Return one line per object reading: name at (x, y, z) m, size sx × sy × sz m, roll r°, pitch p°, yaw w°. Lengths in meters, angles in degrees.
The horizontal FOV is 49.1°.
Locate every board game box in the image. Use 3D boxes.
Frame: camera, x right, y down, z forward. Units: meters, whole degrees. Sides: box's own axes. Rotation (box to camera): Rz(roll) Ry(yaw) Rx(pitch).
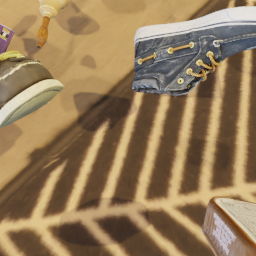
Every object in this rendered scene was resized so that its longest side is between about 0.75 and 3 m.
board game box at (-3.416, -1.349, 4.627) m, size 1.916 × 2.318 × 0.657 m, roll -63°, pitch 29°, yaw 4°

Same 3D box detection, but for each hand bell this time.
hand bell at (-2.011, -2.631, 6.895) m, size 0.824 × 0.824 × 1.582 m, roll 5°, pitch 70°, yaw 3°

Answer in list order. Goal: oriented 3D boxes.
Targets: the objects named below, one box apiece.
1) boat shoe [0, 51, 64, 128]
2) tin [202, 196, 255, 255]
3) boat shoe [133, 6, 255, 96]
boat shoe at (-1.592, -0.559, 3.879) m, size 0.997 × 2.798 × 0.842 m, roll -33°, pitch 102°, yaw -17°
tin at (1.470, 1.144, 2.650) m, size 1.272 × 2.272 × 0.476 m, roll 6°, pitch 92°, yaw 1°
boat shoe at (1.195, -1.124, 4.568) m, size 2.491 × 0.881 × 1.131 m, roll 2°, pitch 86°, yaw 34°
